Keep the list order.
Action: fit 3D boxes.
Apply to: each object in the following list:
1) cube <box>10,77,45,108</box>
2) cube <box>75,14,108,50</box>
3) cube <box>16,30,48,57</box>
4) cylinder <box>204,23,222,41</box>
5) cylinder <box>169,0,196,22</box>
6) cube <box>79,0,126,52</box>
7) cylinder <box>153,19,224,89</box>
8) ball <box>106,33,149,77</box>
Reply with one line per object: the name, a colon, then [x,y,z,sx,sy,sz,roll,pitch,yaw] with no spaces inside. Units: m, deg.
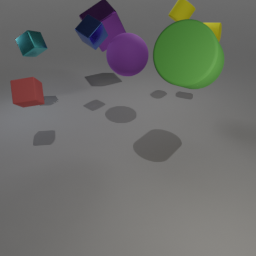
cube: [-2.970,-1.047,8.316,0.700,0.700,0.700,-9,-5,2]
cube: [-1.222,-3.228,9.455,0.700,0.700,0.700,37,84,21]
cube: [-3.590,-3.131,10.450,0.700,0.700,0.700,-23,1,27]
cylinder: [3.142,-3.631,10.651,0.700,0.700,0.700,10,32,24]
cylinder: [1.927,-4.140,10.017,0.700,0.700,0.700,32,18,-11]
cube: [-1.115,-4.646,12.699,1.400,1.400,1.400,-33,53,3]
cylinder: [1.455,-1.642,6.544,1.400,1.400,1.400,15,10,22]
ball: [-0.019,-2.417,9.276,1.400,1.400,1.400,0,31,0]
